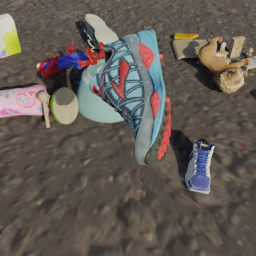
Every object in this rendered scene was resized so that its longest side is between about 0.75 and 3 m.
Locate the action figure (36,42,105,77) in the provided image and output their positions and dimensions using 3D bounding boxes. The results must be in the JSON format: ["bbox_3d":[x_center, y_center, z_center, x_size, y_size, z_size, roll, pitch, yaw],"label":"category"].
[{"bbox_3d":[-1.868,-2.004,8.337,2.752,0.711,0.900,-5,33,39],"label":"action figure"}]

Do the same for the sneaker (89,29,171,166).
[{"bbox_3d":[0.007,-0.340,3.093,0.851,0.707,1.782,-6,51,4],"label":"sneaker"}]

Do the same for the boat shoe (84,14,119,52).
[{"bbox_3d":[-1.052,-3.275,10.139,0.877,0.724,2.342,-11,51,-34],"label":"boat shoe"}]

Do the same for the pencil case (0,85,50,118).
[{"bbox_3d":[-3.127,-0.631,7.363,2.032,0.888,0.888,-7,44,-7],"label":"pencil case"}]

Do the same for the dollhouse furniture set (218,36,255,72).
[{"bbox_3d":[3.901,-2.391,9.277,1.208,0.692,1.417,-15,46,-15],"label":"dollhouse furniture set"}]

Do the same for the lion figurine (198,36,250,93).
[{"bbox_3d":[2.820,-1.980,8.709,1.424,0.843,2.326,-23,50,-20],"label":"lion figurine"}]

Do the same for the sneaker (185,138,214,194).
[{"bbox_3d":[1.543,0.692,6.029,0.520,0.744,1.288,7,44,9],"label":"sneaker"}]

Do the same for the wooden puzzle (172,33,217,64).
[{"bbox_3d":[2.357,-2.841,10.093,1.474,0.255,2.185,0,43,6],"label":"wooden puzzle"}]

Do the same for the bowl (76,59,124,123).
[{"bbox_3d":[-0.523,-1.183,7.773,1.993,1.042,1.993,0,45,0],"label":"bowl"}]

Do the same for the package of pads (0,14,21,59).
[{"bbox_3d":[-4.286,-3.086,9.515,1.045,1.353,0.461,-29,55,-27],"label":"package of pads"}]

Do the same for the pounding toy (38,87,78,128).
[{"bbox_3d":[-1.881,-0.541,7.210,0.570,0.948,1.229,0,11,30],"label":"pounding toy"}]
